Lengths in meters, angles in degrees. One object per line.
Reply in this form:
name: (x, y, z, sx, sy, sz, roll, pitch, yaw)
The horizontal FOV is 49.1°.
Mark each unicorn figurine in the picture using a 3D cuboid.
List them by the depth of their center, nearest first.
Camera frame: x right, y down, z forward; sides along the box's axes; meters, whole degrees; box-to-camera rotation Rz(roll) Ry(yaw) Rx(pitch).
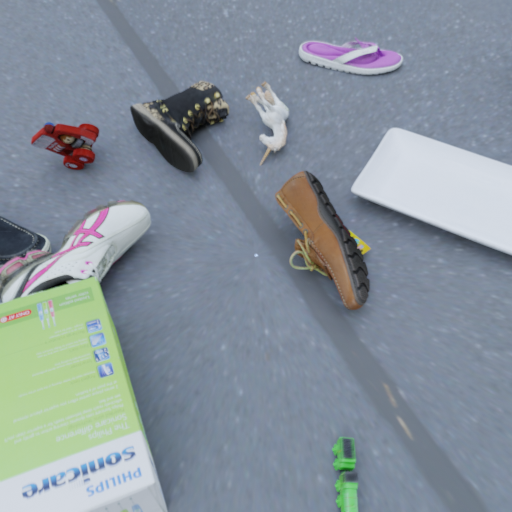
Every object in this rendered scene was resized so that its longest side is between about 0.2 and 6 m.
unicorn figurine: (0.264, -2.560, 10.263, 1.096, 0.589, 1.596, 51, 43, -13)

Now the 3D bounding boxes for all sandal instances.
sandal: (1.999, -4.290, 11.813, 2.203, 0.541, 0.896, 6, 52, 5)

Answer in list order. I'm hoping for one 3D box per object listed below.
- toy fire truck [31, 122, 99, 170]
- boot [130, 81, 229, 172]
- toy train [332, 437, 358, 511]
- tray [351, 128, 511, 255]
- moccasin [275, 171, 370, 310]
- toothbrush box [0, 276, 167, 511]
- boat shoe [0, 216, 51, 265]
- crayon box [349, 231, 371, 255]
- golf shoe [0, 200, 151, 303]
toy fire truck: (-3.233, -1.947, 9.519, 0.908, 1.082, 0.606, 16, 72, -37)
boot: (-1.179, -2.431, 10.207, 1.566, 0.761, 2.080, -31, 48, -22)
toy train: (1.047, 2.660, 6.388, 0.250, 0.338, 1.198, 6, 50, -6)
tray: (3.549, -0.908, 9.211, 3.617, 0.401, 1.942, 24, 56, 18)
moccasin: (0.922, -0.190, 8.295, 0.892, 0.845, 2.311, -36, 67, 19)
toothbrush box: (-2.429, 1.868, 6.473, 2.031, 1.201, 2.789, -18, 53, -14)
boat shoe: (-4.525, -0.398, 8.451, 2.958, 0.921, 1.104, 16, 47, 12)
crayon box: (1.371, -0.171, 8.758, 0.458, 0.183, 0.722, -32, 58, -23)
golf shoe: (-2.451, 0.133, 8.069, 2.443, 0.887, 1.125, -37, 55, -18)
